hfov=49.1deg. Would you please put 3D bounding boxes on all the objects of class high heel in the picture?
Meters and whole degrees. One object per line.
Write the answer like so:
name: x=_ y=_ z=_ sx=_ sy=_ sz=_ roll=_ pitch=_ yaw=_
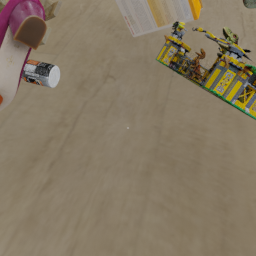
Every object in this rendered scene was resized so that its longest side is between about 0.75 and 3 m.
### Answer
high heel: x=-2.055 y=-1.092 z=4.483 sx=2.268 sy=0.764 sz=1.090 roll=-42 pitch=48 yaw=16

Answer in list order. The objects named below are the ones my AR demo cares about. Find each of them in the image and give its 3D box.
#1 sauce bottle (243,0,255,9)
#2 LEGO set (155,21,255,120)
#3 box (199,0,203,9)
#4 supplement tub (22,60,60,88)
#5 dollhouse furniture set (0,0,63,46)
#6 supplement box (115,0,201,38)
sauce bottle: x=3.111 y=-4.434 z=7.308 sx=0.823 sy=0.823 sz=2.542 roll=-8 pitch=77 yaw=-8
LEGO set: x=1.697 y=-1.168 z=4.439 sx=1.868 sy=1.407 sz=2.429 roll=26 pitch=15 yaw=-21
box: x=1.341 y=-4.238 z=8.397 sx=1.173 sy=1.886 sz=0.919 roll=-40 pitch=36 yaw=-18
supplement tub: x=-1.978 y=-1.212 z=6.179 sx=0.835 sy=0.511 sz=0.511 roll=15 pitch=47 yaw=13
dollhouse furniture set: x=-2.795 y=-2.211 z=5.726 sx=1.428 sy=1.884 sz=2.150 roll=6 pitch=73 yaw=46
supplement box: x=0.671 y=-2.773 z=6.208 sx=1.628 sy=1.026 sz=0.599 roll=-5 pitch=47 yaw=28
